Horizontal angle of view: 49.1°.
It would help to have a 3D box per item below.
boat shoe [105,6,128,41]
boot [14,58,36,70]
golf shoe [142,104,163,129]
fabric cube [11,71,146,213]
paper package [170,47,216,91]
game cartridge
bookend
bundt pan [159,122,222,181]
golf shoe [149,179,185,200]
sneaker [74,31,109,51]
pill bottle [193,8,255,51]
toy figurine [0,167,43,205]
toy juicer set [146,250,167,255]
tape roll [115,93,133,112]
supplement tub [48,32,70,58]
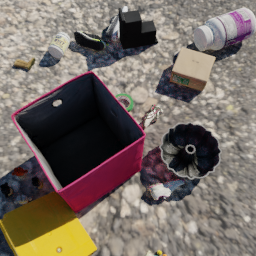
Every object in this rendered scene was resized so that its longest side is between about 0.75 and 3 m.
[{"bbox_3d":[-0.568,-5.038,13.362,0.684,0.724,2.018,17,71,7],"label":"boat shoe"},{"bbox_3d":[-4.617,-2.958,12.528,0.753,0.249,0.660,18,65,10],"label":"boot"},{"bbox_3d":[0.957,-0.416,11.137,0.520,0.456,1.182,29,67,6],"label":"golf shoe"},{"bbox_3d":[-1.448,0.548,9.242,2.903,2.950,2.959,-33,68,-14],"label":"fabric cube"},{"bbox_3d":[2.757,-2.508,11.984,1.551,0.802,1.478,20,65,9],"label":"paper package"},{"bbox_3d":[-2.493,3.360,8.742,2.160,0.398,2.451,-19,59,-42],"label":"game cartridge"},{"bbox_3d":[0.497,-4.517,12.484,1.727,1.738,0.801,-12,64,-5],"label":"bookend"},{"bbox_3d":[2.204,0.935,10.228,2.200,0.826,2.200,0,62,0],"label":"bundt pan"},{"bbox_3d":[1.405,2.154,9.868,1.297,0.488,0.593,-14,79,-4],"label":"golf shoe"},{"bbox_3d":[-1.696,-4.053,13.002,1.704,0.611,0.705,28,45,12],"label":"sneaker"},{"bbox_3d":[4.291,-4.345,12.577,2.514,1.411,1.411,-22,65,-11],"label":"pill bottle"},{"bbox_3d":[-3.683,2.042,9.729,1.138,0.804,1.156,27,65,7],"label":"toy figurine"},{"bbox_3d":[0.879,4.154,8.929,0.833,0.227,0.530,11,64,6],"label":"toy juicer set"},{"bbox_3d":[-0.228,-1.002,11.551,0.891,0.214,0.891,0,64,0],"label":"tape roll"},{"bbox_3d":[-3.087,-3.755,12.655,0.725,0.725,1.001,16,65,8],"label":"supplement tub"}]
